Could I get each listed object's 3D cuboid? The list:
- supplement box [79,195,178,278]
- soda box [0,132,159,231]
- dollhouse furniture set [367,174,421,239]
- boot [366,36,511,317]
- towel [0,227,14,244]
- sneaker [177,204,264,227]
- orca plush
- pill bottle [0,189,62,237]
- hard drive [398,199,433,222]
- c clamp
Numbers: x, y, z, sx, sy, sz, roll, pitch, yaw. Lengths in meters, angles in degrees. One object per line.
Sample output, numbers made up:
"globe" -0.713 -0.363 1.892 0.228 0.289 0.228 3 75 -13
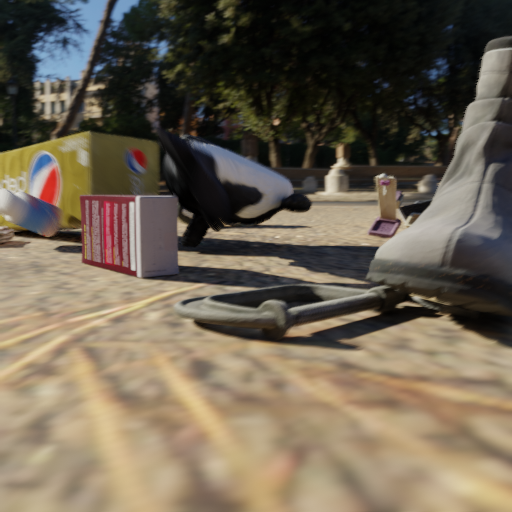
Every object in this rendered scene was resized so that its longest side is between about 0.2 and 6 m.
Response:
"supplement box" -1.551 -0.278 6.660 0.502 0.897 1.648 -5 9 -39
"soda box" -3.990 -1.329 11.320 4.712 1.596 1.508 1 3 43
"dollhouse furniture set" 3.161 -1.145 10.932 1.705 1.210 1.351 11 40 30
"boot" 1.855 -0.765 4.581 1.138 2.148 3.262 15 11 21
"towel" -5.321 -0.355 9.758 1.915 0.330 1.269 -2 6 -14
"sneaker" -0.825 -1.225 14.521 2.538 0.960 1.112 -3 8 -21
"orca plush" -0.464 -0.640 8.161 2.280 1.540 4.333 26 10 -4
"pill bottle" -3.834 -0.742 9.386 0.561 0.561 0.999 7 -14 45
"hard drive" 4.074 -0.969 12.212 1.723 0.541 2.555 -13 -3 21
"c clamp" 0.420 0.342 4.133 1.865 0.253 1.593 -4 8 -37
